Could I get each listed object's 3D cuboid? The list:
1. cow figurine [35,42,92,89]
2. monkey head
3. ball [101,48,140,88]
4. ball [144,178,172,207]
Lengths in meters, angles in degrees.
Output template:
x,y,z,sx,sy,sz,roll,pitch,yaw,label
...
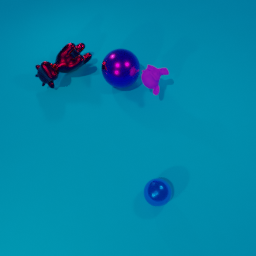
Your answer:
x,y,z,sx,sy,sz,roll,pitch,yaw,label
-2.191,-2.117,9.421,1.693,1.720,0.944,-32,98,22,cow figurine
0.832,-1.576,8.693,0.789,0.661,1.096,-10,57,-20,monkey head
-0.232,-1.945,9.178,1.277,1.277,1.277,0,61,0,ball
0.785,1.713,7.446,0.743,0.743,0.743,0,61,0,ball
